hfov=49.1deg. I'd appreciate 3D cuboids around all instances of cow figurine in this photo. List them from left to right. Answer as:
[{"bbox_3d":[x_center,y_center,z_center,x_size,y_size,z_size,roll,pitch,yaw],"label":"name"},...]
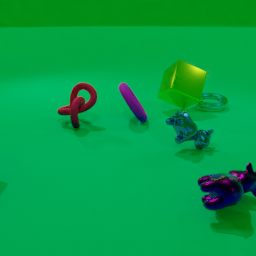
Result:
[{"bbox_3d":[1.633,0.035,7.268,1.140,1.158,0.636,-17,-14,-43],"label":"cow figurine"},{"bbox_3d":[1.900,1.053,5.036,1.216,0.678,1.236,-13,-6,9],"label":"cow figurine"}]

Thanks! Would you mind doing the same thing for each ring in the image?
[{"bbox_3d":[0.174,-0.829,9.129,0.296,1.479,1.479,-33,21,8],"label":"ring"},{"bbox_3d":[3.154,-1.032,10.686,1.279,0.256,1.279,-2,28,1],"label":"ring"}]

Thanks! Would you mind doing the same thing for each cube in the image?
[{"bbox_3d":[1.915,-1.524,10.018,1.165,1.165,1.165,21,-16,-14],"label":"cube"}]

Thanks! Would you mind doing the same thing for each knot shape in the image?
[{"bbox_3d":[-1.558,-0.786,8.863,0.681,1.378,1.473,34,4,-31],"label":"knot shape"}]
